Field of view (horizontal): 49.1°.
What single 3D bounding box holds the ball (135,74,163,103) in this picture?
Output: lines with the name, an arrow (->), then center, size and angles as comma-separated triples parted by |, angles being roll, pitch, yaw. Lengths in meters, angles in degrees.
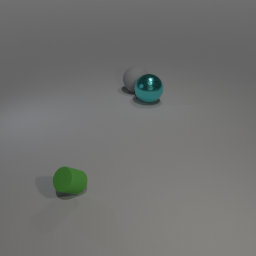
ball -> 1.017, -1.922, 13.604 | 1.400, 1.400, 1.400 | 0, 29, 0

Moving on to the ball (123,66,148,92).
ball -> 0.435, -2.574, 14.757 | 1.400, 1.400, 1.400 | 0, 29, 0

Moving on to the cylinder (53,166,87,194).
cylinder -> -1.625, 1.484, 7.907 | 0.700, 0.700, 0.700 | 21, -6, 32
